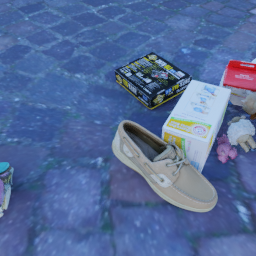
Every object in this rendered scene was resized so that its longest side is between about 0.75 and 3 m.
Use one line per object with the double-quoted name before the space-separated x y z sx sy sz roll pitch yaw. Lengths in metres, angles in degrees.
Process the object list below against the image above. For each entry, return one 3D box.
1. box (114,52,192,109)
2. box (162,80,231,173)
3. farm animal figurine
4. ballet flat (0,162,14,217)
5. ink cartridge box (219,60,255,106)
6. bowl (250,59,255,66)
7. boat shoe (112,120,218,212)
"box" 0.823 -1.731 9.776 1.762 0.544 2.206 -29 48 -19
"box" 1.867 -0.092 7.726 1.168 1.296 2.304 19 47 20
"farm animal figurine" 3.489 -0.422 7.296 2.810 2.269 1.413 -23 79 -28
"ballet flat" -2.959 1.399 5.966 1.028 1.058 2.973 -19 4 -17
"ink cartridge box" 3.425 -1.319 8.576 1.087 1.872 0.629 12 77 13
"bowl" 4.704 -2.195 9.606 1.102 0.495 1.102 -11 36 9
"boat shoe" 0.880 0.895 6.718 2.949 0.952 1.051 32 51 12
